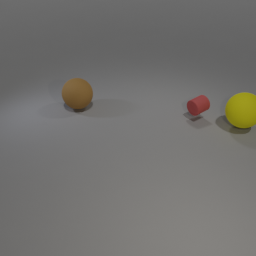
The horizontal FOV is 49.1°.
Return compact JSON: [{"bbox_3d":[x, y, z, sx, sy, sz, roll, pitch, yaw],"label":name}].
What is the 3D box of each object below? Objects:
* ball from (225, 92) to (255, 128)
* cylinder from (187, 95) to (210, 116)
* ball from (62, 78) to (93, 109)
[{"bbox_3d":[4.558,-0.693,11.015,1.400,1.400,1.400,0,32,0],"label":"ball"},{"bbox_3d":[2.977,-0.960,11.852,0.700,0.700,0.700,-26,39,-24],"label":"cylinder"},{"bbox_3d":[-2.293,-1.562,12.710,1.400,1.400,1.400,0,32,0],"label":"ball"}]
